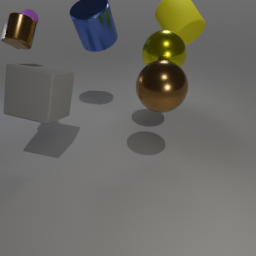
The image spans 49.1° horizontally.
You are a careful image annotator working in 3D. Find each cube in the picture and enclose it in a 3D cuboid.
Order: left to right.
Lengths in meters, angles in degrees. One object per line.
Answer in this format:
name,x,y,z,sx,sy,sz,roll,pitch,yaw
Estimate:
cube,-3.947,-3.339,9.899,0.700,0.700,0.700,-12,-25,42
cube,-2.539,-1.045,8.137,1.400,1.400,1.400,13,15,10

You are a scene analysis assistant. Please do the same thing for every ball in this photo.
ball,-3.972,-4.405,11.278,0.700,0.700,0.700,0,30,0
ball,0.907,-1.113,7.537,1.400,1.400,1.400,0,30,0
ball,1.133,-2.347,8.810,1.400,1.400,1.400,0,30,0

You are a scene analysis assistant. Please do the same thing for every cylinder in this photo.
cylinder,-2.821,-2.525,7.346,0.700,0.700,0.700,11,-6,1
cylinder,-1.198,-3.730,10.076,1.400,1.400,1.400,-7,53,10
cylinder,1.919,-3.998,10.409,1.400,1.400,1.400,-17,70,-26
